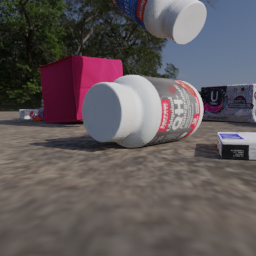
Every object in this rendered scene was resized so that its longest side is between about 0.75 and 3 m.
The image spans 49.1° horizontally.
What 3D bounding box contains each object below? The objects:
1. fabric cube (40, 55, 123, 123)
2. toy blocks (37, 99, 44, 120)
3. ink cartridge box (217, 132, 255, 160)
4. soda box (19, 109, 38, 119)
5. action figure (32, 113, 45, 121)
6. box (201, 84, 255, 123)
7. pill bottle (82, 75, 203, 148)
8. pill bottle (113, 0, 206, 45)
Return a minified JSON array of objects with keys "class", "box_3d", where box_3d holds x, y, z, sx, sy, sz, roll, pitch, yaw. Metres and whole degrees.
[{"class":"fabric cube","box_3d":[-1.741,-1.425,10.781,2.285,2.293,2.249,-7,5,-44]},{"class":"toy blocks","box_3d":[-3.294,-1.386,12.906,2.216,2.071,1.866,4,-1,10]},{"class":"ink cartridge box","box_3d":[1.519,0.205,3.709,0.617,0.242,1.302,1,7,15]},{"class":"soda box","box_3d":[-5.002,-0.735,14.856,0.460,0.493,1.446,3,5,35]},{"class":"action figure","box_3d":[-3.969,-0.502,12.962,0.459,0.362,1.402,4,8,18]},{"class":"box","box_3d":[4.723,-1.083,12.115,1.804,1.567,2.731,-2,5,-31]},{"class":"pill bottle","box_3d":[0.272,-0.262,4.359,1.069,1.069,1.931,4,6,41]},{"class":"pill bottle","box_3d":[0.722,-3.074,6.867,1.354,1.354,2.412,-4,42,-42]}]
